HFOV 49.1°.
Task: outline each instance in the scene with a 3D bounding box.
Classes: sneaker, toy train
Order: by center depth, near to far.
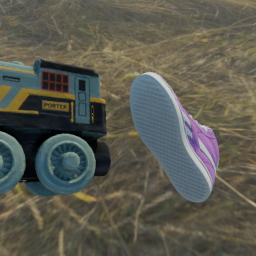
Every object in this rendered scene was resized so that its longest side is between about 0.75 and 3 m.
[{"bbox_3d":[-1.485,-0.035,3.041,2.774,1.182,1.581,5,73,-27],"label":"toy train"},{"bbox_3d":[0.630,-0.003,3.455,0.583,1.609,0.917,-16,16,39],"label":"sneaker"}]
